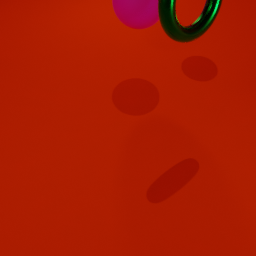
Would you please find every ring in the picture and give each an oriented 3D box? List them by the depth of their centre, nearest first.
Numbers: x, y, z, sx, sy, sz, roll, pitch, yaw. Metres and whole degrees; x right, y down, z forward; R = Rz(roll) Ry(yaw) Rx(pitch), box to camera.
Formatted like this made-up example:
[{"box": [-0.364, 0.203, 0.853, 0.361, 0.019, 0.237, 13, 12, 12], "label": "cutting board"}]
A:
[{"box": [1.127, -2.246, 4.898, 1.489, 1.489, 0.298, -29, 44, -22], "label": "ring"}]

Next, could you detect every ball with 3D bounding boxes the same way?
[{"box": [0.288, -3.228, 7.096, 1.371, 1.371, 1.371, 0, 50, 0], "label": "ball"}]
